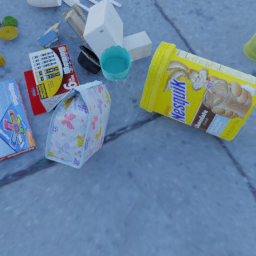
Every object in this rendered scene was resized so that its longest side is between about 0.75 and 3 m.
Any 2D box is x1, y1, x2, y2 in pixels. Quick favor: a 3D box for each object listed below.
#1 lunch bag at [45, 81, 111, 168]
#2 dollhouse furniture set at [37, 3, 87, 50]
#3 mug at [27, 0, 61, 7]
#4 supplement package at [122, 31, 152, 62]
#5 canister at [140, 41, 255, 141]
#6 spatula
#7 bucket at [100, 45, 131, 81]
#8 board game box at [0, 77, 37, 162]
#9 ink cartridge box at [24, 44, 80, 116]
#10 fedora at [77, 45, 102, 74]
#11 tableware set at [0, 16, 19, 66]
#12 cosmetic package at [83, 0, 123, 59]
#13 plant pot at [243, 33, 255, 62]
[{"bbox_3d":[-1.279,-0.235,7.547,1.293,2.034,1.725,19,20,8],"label":"lunch bag"},{"bbox_3d":[-2.363,-3.529,10.536,1.673,1.092,1.580,-25,36,21],"label":"dollhouse furniture set"},{"bbox_3d":[-3.400,-5.441,11.249,1.216,1.024,1.386,-6,39,3],"label":"mug"},{"bbox_3d":[0.219,-2.875,10.013,1.087,0.659,0.651,-20,64,-10],"label":"supplement package"},{"bbox_3d":[2.015,-0.998,8.151,2.926,2.173,1.267,23,49,9],"label":"canister"},{"bbox_3d":[-1.503,-5.218,11.560,2.192,0.176,1.524,38,63,17],"label":"spatula"},{"bbox_3d":[-0.319,-1.641,7.253,0.843,0.548,0.843,1,75,-2],"label":"bucket"},{"bbox_3d":[-3.944,-0.308,8.875,1.421,0.268,2.760,-21,64,-9],"label":"board game box"},{"bbox_3d":[-2.567,-1.586,9.236,1.722,0.822,1.961,-18,64,-9],"label":"ink cartridge box"},{"bbox_3d":[-1.302,-2.277,9.673,0.561,1.228,1.228,-49,68,16],"label":"fedora"},{"bbox_3d":[-4.876,-3.286,10.441,1.608,0.366,2.387,-8,61,-7],"label":"tableware set"},{"bbox_3d":[-0.745,-3.217,9.125,0.769,1.095,2.159,-22,40,20],"label":"cosmetic package"},{"bbox_3d":[4.829,-3.067,9.905,1.122,1.031,1.122,0,62,1],"label":"plant pot"}]
